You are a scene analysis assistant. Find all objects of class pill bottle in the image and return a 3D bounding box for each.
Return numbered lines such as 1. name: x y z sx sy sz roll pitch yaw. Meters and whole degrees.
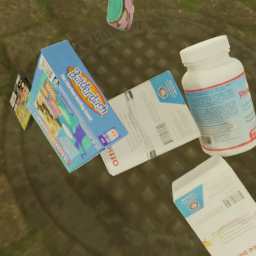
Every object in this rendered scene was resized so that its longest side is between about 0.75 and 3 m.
1. pill bottle: 1.875 -0.652 5.860 1.239 1.239 2.279 -25 106 -12

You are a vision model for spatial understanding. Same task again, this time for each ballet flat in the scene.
1. ballet flat: -0.134 -3.954 8.060 0.837 0.861 2.420 -1 83 31

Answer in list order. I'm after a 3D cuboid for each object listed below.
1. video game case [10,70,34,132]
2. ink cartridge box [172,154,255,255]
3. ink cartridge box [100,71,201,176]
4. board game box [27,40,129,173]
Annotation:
1. video game case: -2.604 -0.663 7.017 0.147 1.155 1.043 -14 61 -43
2. ink cartridge box: 1.729 1.507 5.201 1.136 1.131 1.549 -35 91 10
3. ink cartridge box: 0.267 -0.069 5.331 1.774 0.762 1.299 -26 87 9
4. board game box: -0.980 -0.176 4.635 0.470 2.087 1.587 -33 89 -30
